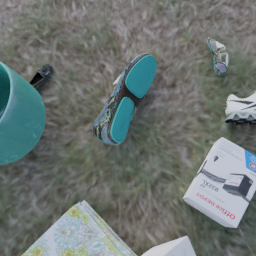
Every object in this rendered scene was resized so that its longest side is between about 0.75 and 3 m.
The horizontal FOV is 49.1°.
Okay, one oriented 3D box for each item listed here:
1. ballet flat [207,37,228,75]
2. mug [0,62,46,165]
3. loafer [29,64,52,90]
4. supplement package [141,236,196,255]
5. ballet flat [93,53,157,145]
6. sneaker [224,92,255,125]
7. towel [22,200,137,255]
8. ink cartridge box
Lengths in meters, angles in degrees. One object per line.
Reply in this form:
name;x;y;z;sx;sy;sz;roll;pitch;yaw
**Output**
ballet flat;2.596;-2.107;7.977;0.459;0.459;1.277;-6;67;-2
mug;-3.245;-0.405;6.761;2.227;1.676;2.710;-41;61;1
loafer;-2.487;-1.429;7.901;0.354;0.310;0.984;30;75;7
supplement package;0.681;3.041;5.602;1.037;1.732;1.050;-31;72;26
ballet flat;-0.144;-0.847;7.401;1.025;1.025;2.762;24;67;7
sneaker;3.619;-0.537;7.381;2.050;0.760;0.907;6;75;1
towel;-1.212;3.183;6.317;2.441;0.588;2.089;-43;74;-12
ink cartridge box;2.339;1.315;6.790;1.263;0.729;1.741;31;76;10
